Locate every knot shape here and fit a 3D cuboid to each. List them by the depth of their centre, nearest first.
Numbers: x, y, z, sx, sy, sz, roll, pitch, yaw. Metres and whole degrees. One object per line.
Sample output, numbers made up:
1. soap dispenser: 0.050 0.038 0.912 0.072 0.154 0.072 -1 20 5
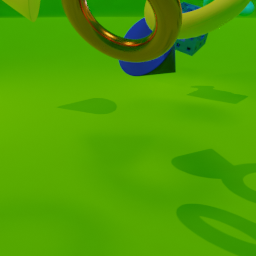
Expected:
1. knot shape: 2.037 -2.499 5.663 1.006 0.497 1.075 15 5 6

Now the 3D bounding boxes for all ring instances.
1. ring: -0.099 -1.294 3.119 1.426 1.426 0.285 11 61 24
2. ring: 1.003 -1.945 4.068 1.648 0.330 1.648 -17 51 22

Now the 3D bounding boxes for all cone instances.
1. cone: 0.627 -1.293 5.297 1.157 1.157 1.161 22 -1 40
2. cone: -3.405 -3.943 7.839 1.595 1.589 1.589 8 22 -9

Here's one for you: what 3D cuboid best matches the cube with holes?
1. cube with holes: 1.977 -3.286 9.256 1.133 1.133 1.133 28 48 20
